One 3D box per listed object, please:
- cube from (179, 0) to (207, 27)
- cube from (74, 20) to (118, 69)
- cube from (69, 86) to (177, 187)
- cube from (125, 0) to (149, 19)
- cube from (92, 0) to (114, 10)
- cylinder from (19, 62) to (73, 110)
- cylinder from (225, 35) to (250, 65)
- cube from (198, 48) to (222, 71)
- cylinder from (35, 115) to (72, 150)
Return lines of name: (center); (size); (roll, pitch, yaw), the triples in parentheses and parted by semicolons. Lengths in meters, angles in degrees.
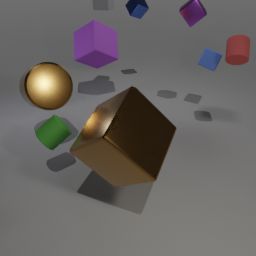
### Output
cube: (2.324, -4.174, 10.005); (0.700, 0.700, 0.700); (-32, 20, 29)
cube: (-1.418, -3.636, 12.374); (1.400, 1.400, 1.400); (-12, -14, 40)
cube: (-0.089, 0.243, 5.933); (1.400, 1.400, 1.400); (-21, 34, 50)
cube: (0.431, -5.718, 13.226); (0.700, 0.700, 0.700); (-2, 62, -42)
cube: (-1.042, -5.364, 11.745); (0.700, 0.700, 0.700); (8, 32, 14)
cylinder: (-2.572, -1.285, 8.718); (1.400, 1.400, 1.400); (-15, 13, -24)
cylinder: (3.465, -2.453, 8.845); (0.700, 0.700, 0.700); (9, -14, 2)
cube: (3.327, -2.768, 11.335); (0.700, 0.700, 0.700); (28, 20, 12)
cylinder: (-2.003, 0.116, 7.561); (0.700, 0.700, 0.700); (-42, 37, 0)
